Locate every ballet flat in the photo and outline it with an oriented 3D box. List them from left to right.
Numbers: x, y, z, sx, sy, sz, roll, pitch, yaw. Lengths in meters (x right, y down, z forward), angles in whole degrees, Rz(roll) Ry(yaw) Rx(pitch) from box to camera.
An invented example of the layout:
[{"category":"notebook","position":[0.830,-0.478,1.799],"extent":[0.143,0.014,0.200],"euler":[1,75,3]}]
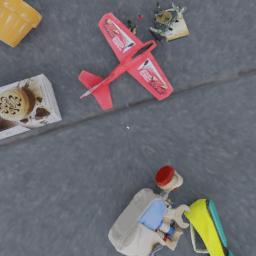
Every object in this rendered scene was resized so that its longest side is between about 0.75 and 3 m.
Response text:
[{"category":"ballet flat","position":[2.178,3.129,6.957],"extent":[0.904,0.901,2.696],"euler":[-26,77,17]}]

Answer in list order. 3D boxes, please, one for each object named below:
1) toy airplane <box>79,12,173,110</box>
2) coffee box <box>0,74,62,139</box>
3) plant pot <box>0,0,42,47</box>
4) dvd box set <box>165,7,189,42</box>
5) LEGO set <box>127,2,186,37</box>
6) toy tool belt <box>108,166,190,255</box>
[{"category":"toy airplane","position":[-0.140,-1.659,7.927],"extent":[2.917,0.536,2.917],"euler":[0,85,-4]},{"category":"coffee box","position":[-3.011,-0.513,7.567],"extent":[2.060,0.822,1.164],"euler":[-19,80,-3]},{"category":"plant pot","position":[-3.276,-2.978,7.830],"extent":[1.280,1.280,1.172],"euler":[31,93,6]},{"category":"dvd box set","position":[1.353,-3.109,8.407],"extent":[0.704,0.142,0.963],"euler":[-18,80,-3]},{"category":"LEGO set","position":[0.855,-3.102,8.237],"extent":[1.736,0.492,1.127],"euler":[2,76,20]},{"category":"toy tool belt","position":[0.751,2.237,6.924],"extent":[1.455,1.479,2.368],"euler":[41,83,-24]}]
